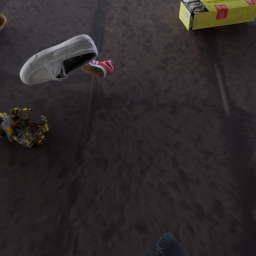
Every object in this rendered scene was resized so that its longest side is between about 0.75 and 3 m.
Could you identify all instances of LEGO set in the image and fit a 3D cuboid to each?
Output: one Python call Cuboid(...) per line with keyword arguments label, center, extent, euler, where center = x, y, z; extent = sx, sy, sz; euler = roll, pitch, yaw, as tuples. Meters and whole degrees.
Cuboid(label="LEGO set", center=(-2.608, -0.141, 6.757), extent=(1.282, 0.743, 0.986), euler=(26, 55, 20))

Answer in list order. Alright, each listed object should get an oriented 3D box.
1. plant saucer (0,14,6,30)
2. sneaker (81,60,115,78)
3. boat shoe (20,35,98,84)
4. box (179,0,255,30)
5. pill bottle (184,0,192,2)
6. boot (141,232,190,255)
Cuboid(label="plant saucer", center=(-5.037, -3.696, 10.072), extent=(1.346, 0.238, 1.346), euler=(0, 50, 0))
Cuboid(label="sneaker", center=(-0.905, -1.846, 8.259), extent=(1.183, 0.421, 0.665), euler=(33, 42, 29))
Cuboid(label="boat shoe", center=(-1.862, -1.713, 7.706), extent=(2.240, 0.807, 0.768), euler=(-26, 61, -7))
Cuboid(label="box", center=(3.311, -4.277, 10.275), extent=(2.651, 0.664, 0.998), euler=(-10, 51, -8))
Cuboid(label="pill bottle", center=(2.681, -5.053, 11.037), extent=(0.906, 0.507, 0.507), euler=(-18, 52, -16))
Cuboid(label="boot", center=(0.744, 2.792, 4.364), extent=(1.508, 0.601, 1.830), euler=(-25, 58, -33))
